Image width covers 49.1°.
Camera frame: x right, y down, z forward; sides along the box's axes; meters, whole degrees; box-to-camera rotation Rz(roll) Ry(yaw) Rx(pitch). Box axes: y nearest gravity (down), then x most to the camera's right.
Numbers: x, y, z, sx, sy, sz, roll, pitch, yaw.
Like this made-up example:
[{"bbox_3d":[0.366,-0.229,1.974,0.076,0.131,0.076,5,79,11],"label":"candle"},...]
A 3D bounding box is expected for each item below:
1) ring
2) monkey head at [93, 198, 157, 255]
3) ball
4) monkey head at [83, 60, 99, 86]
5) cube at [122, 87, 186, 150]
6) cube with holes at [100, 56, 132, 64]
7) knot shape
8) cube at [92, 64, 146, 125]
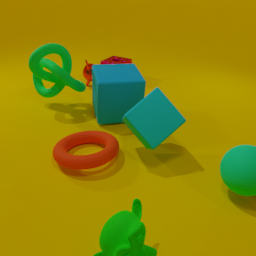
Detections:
[{"bbox_3d":[-1.001,0.492,6.742,1.593,0.319,1.593,-3,25,1],"label":"ring"},{"bbox_3d":[0.005,1.728,4.327,1.174,0.844,0.707,-52,27,-9],"label":"monkey head"},{"bbox_3d":[2.317,0.821,5.483,0.988,0.988,0.988,0,31,0],"label":"ball"},{"bbox_3d":[-1.324,-1.952,10.294,0.677,1.123,0.808,-3,47,-10],"label":"monkey head"},{"bbox_3d":[0.560,-0.189,6.543,0.992,0.992,0.992,-41,1,-5],"label":"cube"},{"bbox_3d":[-0.438,-2.189,10.804,0.878,0.878,0.878,17,35,26],"label":"cube with holes"},{"bbox_3d":[-2.344,-1.627,8.658,1.779,1.901,0.879,-13,44,36],"label":"knot shape"},{"bbox_3d":[-0.326,-1.038,8.319,1.327,1.327,1.327,-5,35,-13],"label":"cube"}]
